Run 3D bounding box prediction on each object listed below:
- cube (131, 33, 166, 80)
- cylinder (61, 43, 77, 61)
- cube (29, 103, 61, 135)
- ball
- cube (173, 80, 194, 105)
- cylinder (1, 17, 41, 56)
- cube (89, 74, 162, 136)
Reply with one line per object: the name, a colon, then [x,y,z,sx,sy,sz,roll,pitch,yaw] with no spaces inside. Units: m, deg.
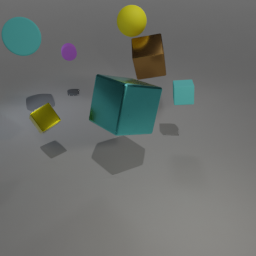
cube: [0.974,-3.304,13.047,1.400,1.400,1.400,-7,55,8]
cylinder: [-2.776,-3.580,13.163,0.700,0.700,0.700,-6,27,-11]
cube: [-2.711,-0.295,9.127,0.700,0.700,0.700,-37,6,-22]
ball: [0.172,-4.991,13.094,1.400,1.400,1.400,0,30,0]
cube: [1.982,-1.283,10.053,0.700,0.700,0.700,-2,28,7]
cylinder: [-4.186,-3.623,11.068,1.400,1.400,1.400,-10,22,-16]
cube: [-0.097,-0.676,8.082,1.400,1.400,1.400,-2,20,-41]
